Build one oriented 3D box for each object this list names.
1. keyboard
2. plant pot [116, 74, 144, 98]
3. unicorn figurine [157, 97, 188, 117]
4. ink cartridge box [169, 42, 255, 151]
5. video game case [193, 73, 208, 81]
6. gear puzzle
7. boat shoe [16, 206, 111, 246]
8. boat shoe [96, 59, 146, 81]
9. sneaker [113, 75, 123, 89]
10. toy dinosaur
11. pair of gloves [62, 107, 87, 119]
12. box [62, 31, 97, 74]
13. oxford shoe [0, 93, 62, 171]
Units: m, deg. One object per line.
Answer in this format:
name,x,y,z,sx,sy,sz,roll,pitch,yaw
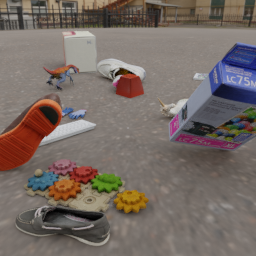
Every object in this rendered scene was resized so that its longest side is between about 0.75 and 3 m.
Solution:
keyboard,-2.216,0.210,7.524,2.804,0.149,0.789,-19,30,-37
plant pot,0.072,-1.707,11.140,0.843,0.744,0.844,20,31,39
unicorn figurine,1.773,-0.625,8.915,1.305,0.702,1.900,3,7,19
ink cartridge box,2.093,-0.382,5.499,1.706,2.859,0.600,9,60,-11
video game case,3.821,-2.477,13.646,1.127,0.132,1.025,8,25,18
gear puzzle,-0.764,1.092,5.282,2.419,0.317,1.253,13,27,27
boat shoe,-1.037,1.415,4.395,1.591,0.453,0.532,6,24,13
boat shoe,-0.506,-2.603,13.065,2.621,0.929,0.915,20,27,25
sneaker,-0.303,-1.929,11.928,0.645,0.595,1.462,11,18,26
toy dinosaur,-2.683,-2.345,11.974,0.957,1.822,1.653,20,59,7
pair of gloves,-1.855,-0.490,9.169,0.985,0.112,0.792,8,23,15
box,-2.740,-4.255,15.514,1.600,1.878,2.937,-6,24,-13
oxford shoe,-2.158,0.111,5.902,2.186,0.778,0.793,-37,28,15
